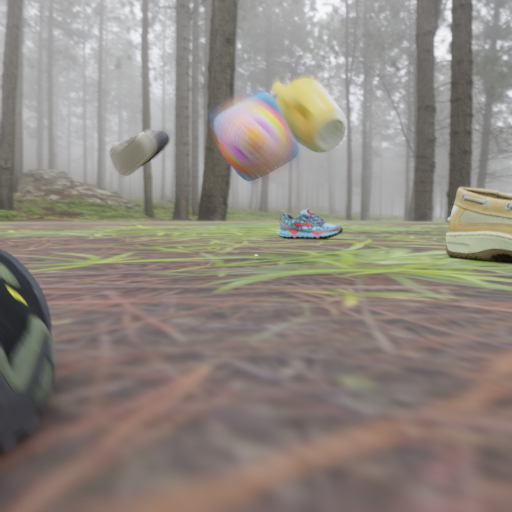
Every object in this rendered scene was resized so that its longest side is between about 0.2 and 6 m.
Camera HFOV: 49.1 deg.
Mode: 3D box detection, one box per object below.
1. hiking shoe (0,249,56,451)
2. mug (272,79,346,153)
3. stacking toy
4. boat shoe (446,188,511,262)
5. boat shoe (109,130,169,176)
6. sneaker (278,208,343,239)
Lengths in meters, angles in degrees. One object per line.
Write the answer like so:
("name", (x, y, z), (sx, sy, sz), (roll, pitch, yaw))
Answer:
("hiking shoe", (-1.050, -0.069, 1.270), (0.952, 1.265, 2.513), (-1, 4, -10))
("mug", (0.804, -2.110, 8.734), (1.210, 0.969, 0.994), (-6, 40, -27))
("stacking toy", (-0.049, -1.617, 7.770), (1.064, 1.125, 1.938), (-27, 10, 7))
("boat shoe", (3.818, -0.528, 7.131), (1.224, 1.301, 3.416), (-3, 5, -32))
("boat shoe", (-2.274, -2.017, 10.881), (0.568, 0.658, 1.811), (-30, 13, -35))
("sneaker", (1.387, -0.840, 14.538), (1.713, 0.818, 0.679), (1, 5, 19))
